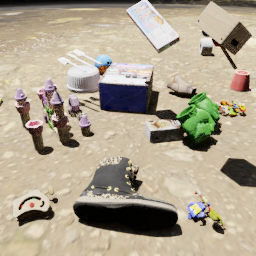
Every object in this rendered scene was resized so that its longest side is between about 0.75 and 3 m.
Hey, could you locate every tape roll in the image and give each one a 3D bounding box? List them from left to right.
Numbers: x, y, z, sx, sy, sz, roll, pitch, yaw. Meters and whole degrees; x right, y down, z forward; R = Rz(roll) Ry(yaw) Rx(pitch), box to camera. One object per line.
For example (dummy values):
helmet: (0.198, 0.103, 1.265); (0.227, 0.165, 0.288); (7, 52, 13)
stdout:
tape roll: (5.519, -5.777, 19.829); (0.755, 1.099, 1.099); (1, 30, 2)

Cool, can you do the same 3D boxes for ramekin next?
ramekin: (-2.282, -2.588, 14.546); (1.817, 0.954, 1.817); (0, 30, 0)

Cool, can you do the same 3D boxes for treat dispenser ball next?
treat dispenser ball: (-1.433, -3.754, 16.451); (1.063, 1.063, 1.063); (0, 30, 0)

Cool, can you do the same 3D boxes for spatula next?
spatula: (-2.099, -2.910, 12.220); (1.707, 0.137, 1.187); (32, 50, 25)

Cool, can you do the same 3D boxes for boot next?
boot: (0.039, 1.646, 7.436); (2.568, 0.940, 1.933); (0, 30, 11)
boot: (2.824, -2.111, 14.182); (1.340, 0.644, 1.833); (21, 36, 20)

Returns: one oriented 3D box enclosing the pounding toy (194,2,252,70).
pounding toy: (2.511, -2.362, 7.308); (1.293, 0.919, 1.191); (7, 39, -50)

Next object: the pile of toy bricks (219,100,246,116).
pile of toy bricks: (4.408, -0.757, 11.947); (1.178, 0.653, 0.581); (8, 56, -17)

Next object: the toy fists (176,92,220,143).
toy fists: (2.759, -0.398, 10.432); (0.878, 1.301, 2.553); (-25, 12, 37)

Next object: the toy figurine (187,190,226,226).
toy figurine: (1.848, 2.184, 7.112); (0.663, 0.584, 1.107); (-34, 33, -1)

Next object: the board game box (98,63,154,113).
board game box: (0.004, -1.953, 13.097); (2.152, 1.307, 2.699); (5, 31, 9)

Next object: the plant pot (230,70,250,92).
plant pot: (5.804, -2.443, 14.383); (0.991, 0.876, 0.991); (-1, 30, 0)

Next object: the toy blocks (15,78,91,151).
toy blocks: (-2.725, -0.914, 10.465); (2.611, 2.198, 2.440); (-17, 34, -26)

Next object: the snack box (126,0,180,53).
snack box: (0.869, -3.767, 10.220); (0.878, 0.297, 2.443); (-31, 61, 1)

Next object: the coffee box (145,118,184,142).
coffee box: (1.361, 0.069, 10.445); (1.315, 0.525, 0.744); (-6, 31, -10)

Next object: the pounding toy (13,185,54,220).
pounding toy: (-2.389, 2.046, 7.326); (1.148, 0.658, 0.656); (-26, 67, -23)

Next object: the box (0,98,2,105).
box: (-6.102, -1.170, 12.891); (0.472, 0.195, 0.805); (-4, 33, -5)
